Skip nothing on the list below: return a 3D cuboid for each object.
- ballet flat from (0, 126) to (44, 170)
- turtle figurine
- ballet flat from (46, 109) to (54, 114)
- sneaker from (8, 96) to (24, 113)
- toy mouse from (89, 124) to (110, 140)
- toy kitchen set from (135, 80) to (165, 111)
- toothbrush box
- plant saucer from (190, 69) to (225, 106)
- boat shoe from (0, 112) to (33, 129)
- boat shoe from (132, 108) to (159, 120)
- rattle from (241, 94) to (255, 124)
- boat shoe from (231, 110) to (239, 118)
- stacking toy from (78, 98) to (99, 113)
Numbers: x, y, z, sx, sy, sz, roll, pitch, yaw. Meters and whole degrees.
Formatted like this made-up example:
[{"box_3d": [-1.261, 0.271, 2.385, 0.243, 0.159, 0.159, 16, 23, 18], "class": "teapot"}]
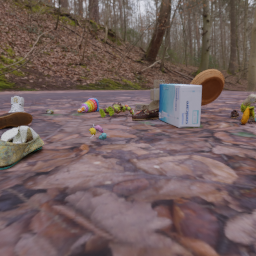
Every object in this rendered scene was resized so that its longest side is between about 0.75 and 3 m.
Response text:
[{"box_3d": [-2.771, 0.353, 7.187, 0.850, 0.850, 2.406, 1, 10, 4], "class": "ballet flat"}, {"box_3d": [-0.512, -0.994, 15.002, 2.303, 0.742, 1.857, 6, 12, 32], "class": "turtle figurine"}, {"box_3d": [-4.533, -0.928, 16.216, 0.266, 0.266, 0.753, -8, 13, -38], "class": "ballet flat"}, {"box_3d": [-5.460, -0.927, 13.393, 0.757, 1.188, 2.056, 0, 11, -9], "class": "sneaker"}, {"box_3d": [-0.828, 0.121, 8.424, 0.706, 0.154, 0.795, 19, 28, -26], "class": "toy mouse"}, {"box_3d": [1.211, -2.000, 17.285, 1.736, 1.924, 1.570, 6, 11, 30], "class": "toy kitchen set"}, {"box_3d": [2.252, -1.071, 12.509, 1.024, 1.757, 2.400, -2, 9, -13], "class": "toothbrush box"}, {"box_3d": [3.843, -1.873, 13.562, 1.974, 1.974, 0.369, -4, 38, -20], "class": "plant saucer"}, {"box_3d": [-4.913, -0.343, 11.533, 1.851, 0.652, 0.651, -10, 17, -44], "class": "boat shoe"}, {"box_3d": [0.907, -0.693, 13.833, 1.634, 0.575, 0.575, -7, 14, -30], "class": "boat shoe"}, {"box_3d": [6.246, -0.537, 12.544, 2.201, 1.433, 1.573, 27, 25, 1], "class": "rattle"}, {"box_3d": [5.620, -0.751, 14.703, 0.385, 0.384, 1.093, 2, 9, 24], "class": "boat shoe"}, {"box_3d": [-2.501, -1.239, 16.901, 0.854, 0.807, 1.471, 11, 26, 35], "class": "stacking toy"}]
